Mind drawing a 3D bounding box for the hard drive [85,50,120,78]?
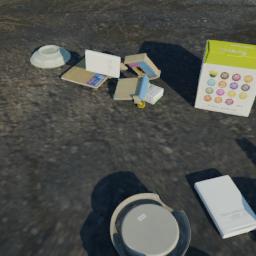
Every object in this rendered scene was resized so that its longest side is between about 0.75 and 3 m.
[{"bbox_3d":[-0.991,-2.511,10.995,1.360,0.897,0.179,15,48,9],"label":"hard drive"}]

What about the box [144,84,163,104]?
[{"bbox_3d":[1.036,-1.517,12.320,0.729,0.399,0.826,24,47,25],"label":"box"}]

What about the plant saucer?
[{"bbox_3d":[-4.162,-3.929,14.936,2.132,0.535,2.132,0,42,0],"label":"plant saucer"}]

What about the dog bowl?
[{"bbox_3d":[0.567,2.751,7.379,2.075,0.608,2.075,0,41,0],"label":"dog bowl"}]

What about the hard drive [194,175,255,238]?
[{"bbox_3d":[2.873,2.242,8.228,1.173,0.237,1.778,-10,43,-11],"label":"hard drive"}]

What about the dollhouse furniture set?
[{"bbox_3d":[0.165,-1.869,12.659,2.194,1.517,2.324,1,69,34],"label":"dollhouse furniture set"}]

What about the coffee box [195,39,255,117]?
[{"bbox_3d":[4.121,-2.137,11.672,2.192,2.171,2.195,11,43,12],"label":"coffee box"}]

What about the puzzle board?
[{"bbox_3d":[-1.735,-2.864,13.983,1.993,0.230,2.644,19,46,18],"label":"puzzle board"}]
